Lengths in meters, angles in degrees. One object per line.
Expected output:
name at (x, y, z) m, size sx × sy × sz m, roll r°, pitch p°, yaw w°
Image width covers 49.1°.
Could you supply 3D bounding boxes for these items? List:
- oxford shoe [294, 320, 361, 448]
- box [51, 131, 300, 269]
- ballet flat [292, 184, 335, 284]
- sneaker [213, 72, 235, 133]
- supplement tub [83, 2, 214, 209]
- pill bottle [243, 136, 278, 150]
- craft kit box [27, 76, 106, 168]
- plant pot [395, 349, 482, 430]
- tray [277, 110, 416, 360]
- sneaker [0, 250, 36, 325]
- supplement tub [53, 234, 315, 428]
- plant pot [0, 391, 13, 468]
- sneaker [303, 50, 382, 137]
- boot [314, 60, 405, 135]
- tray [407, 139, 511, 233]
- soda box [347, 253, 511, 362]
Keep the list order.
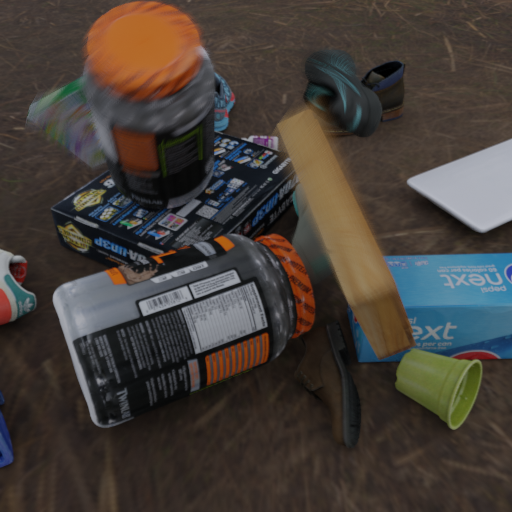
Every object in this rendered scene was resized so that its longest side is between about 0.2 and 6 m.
oxford shoe at (0.944, 1.748, 7.483) m, size 0.784 × 0.675 × 1.858 m, roll -16°, pitch 39°, yaw 8°
box at (-1.269, -1.053, 10.454) m, size 3.058 × 0.885 × 3.847 m, roll 21°, pitch 45°, yaw 23°
ballet flat at (1.160, -0.572, 9.501) m, size 0.933 × 0.987 × 2.929 m, roll -31°, pitch 23°, yaw 23°
sneaker at (-1.038, -4.049, 13.704) m, size 1.033 × 1.244 × 2.604 m, roll -2°, pitch 40°, yaw -3°
supplement tub at (-1.526, -2.133, 8.445) m, size 1.820 × 2.971 × 1.820 m, roll 2°, pitch 66°, yaw -4°
pill bottle at (0.069, -2.426, 12.415) m, size 0.808 × 0.453 × 0.453 m, roll 1°, pitch 40°, yaw 0°
craft kit box at (-3.087, -2.540, 10.663) m, size 1.712 × 1.691 × 0.415 m, roll -17°, pitch 58°, yaw 26°
plant pot at (2.354, 1.660, 7.380) m, size 0.865 × 0.941 × 0.941 m, roll 19°, pitch 43°, yaw 38°
tray at (1.115, -0.354, 7.127) m, size 0.561 × 1.496 × 3.032 m, roll -24°, pitch 51°, yaw 9°
sneaker at (-4.564, 0.224, 9.085) m, size 1.376 × 1.036 × 2.943 m, roll -9°, pitch 34°, yaw -40°
supplement tub at (-0.906, 0.839, 7.467) m, size 3.096 × 1.896 × 1.896 m, roll -18°, pitch 44°, yaw -21°
plant pot at (-3.811, 1.855, 6.739) m, size 1.366 × 1.367 × 1.229 m, roll -14°, pitch 37°, yaw -15°
sneaker at (1.137, -2.634, 8.627) m, size 0.858 × 0.816 × 2.165 m, roll 2°, pitch 39°, yaw -24°
boot at (2.438, -3.782, 13.331) m, size 2.725 × 1.321 × 1.018 m, roll -22°, pitch 45°, yaw -24°
tray at (5.025, -1.448, 11.301) m, size 3.727 × 0.413 × 2.001 m, roll -22°, pitch 46°, yaw -24°
soda box at (3.152, 0.742, 8.130) m, size 3.447 × 1.169 × 1.106 m, roll -1°, pitch 40°, yaw -1°
